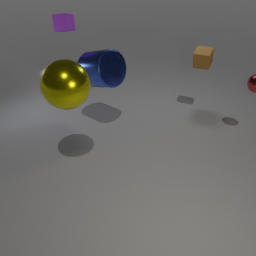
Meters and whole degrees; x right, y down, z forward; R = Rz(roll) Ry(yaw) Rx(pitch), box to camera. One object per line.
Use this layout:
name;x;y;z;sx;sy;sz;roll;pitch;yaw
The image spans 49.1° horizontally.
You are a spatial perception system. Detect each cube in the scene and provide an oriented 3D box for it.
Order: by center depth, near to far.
cube;3.183;-2.979;11.873;0.700;0.700;0.700;14;49;22
cube;-2.756;-4.522;12.050;0.700;0.700;0.700;1;18;16

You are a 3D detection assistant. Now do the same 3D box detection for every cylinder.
cylinder;-1.018;-2.264;10.748;1.400;1.400;1.400;-28;26;-38

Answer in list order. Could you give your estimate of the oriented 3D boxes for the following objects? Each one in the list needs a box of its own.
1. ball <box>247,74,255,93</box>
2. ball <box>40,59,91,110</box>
ball;4.756;-1.634;10.289;0.700;0.700;0.700;0;31;0
ball;-1.740;-1.209;7.839;1.400;1.400;1.400;0;31;0
